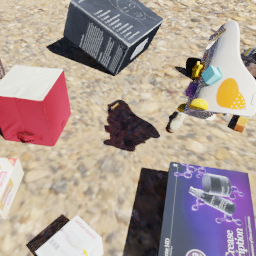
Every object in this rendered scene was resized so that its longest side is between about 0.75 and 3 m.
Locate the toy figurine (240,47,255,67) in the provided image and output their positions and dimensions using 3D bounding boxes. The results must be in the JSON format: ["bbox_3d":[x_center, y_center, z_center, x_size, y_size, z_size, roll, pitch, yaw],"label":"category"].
[{"bbox_3d":[4.927,-2.032,9.735,1.874,1.844,1.303,-9,20,-12],"label":"toy figurine"}]

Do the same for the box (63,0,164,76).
[{"bbox_3d":[-0.582,-4.145,11.525,2.824,1.780,2.873,40,51,3],"label":"box"}]

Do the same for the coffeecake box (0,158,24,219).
[{"bbox_3d":[-3.726,1.431,6.906,1.799,0.657,1.381,2,42,2],"label":"coffeecake box"}]

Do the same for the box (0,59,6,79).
[{"bbox_3d":[-5.641,-2.462,10.851,1.307,1.085,1.073,-24,48,-24],"label":"box"}]

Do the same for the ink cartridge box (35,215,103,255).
[{"bbox_3d":[-1.132,2.508,5.642,0.770,0.767,1.050,31,51,30],"label":"ink cartridge box"}]

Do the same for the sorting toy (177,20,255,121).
[{"bbox_3d":[1.800,-1.151,5.826,1.085,1.828,2.031,11,-2,-3],"label":"sorting toy"}]

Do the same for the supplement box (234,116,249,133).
[{"bbox_3d":[3.687,-0.228,9.005,0.286,0.296,0.861,23,44,20],"label":"supplement box"}]

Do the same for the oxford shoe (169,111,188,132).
[{"bbox_3d":[1.605,-0.289,8.974,0.394,0.411,1.115,19,46,20],"label":"oxford shoe"}]

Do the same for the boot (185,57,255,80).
[{"bbox_3d":[4.084,-2.398,11.031,2.813,0.904,2.622,-20,38,-29],"label":"boot"}]

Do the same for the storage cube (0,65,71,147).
[{"bbox_3d":[-2.828,-0.691,8.455,1.637,1.721,1.915,7,42,8],"label":"storage cube"}]

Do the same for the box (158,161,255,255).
[{"bbox_3d":[1.624,2.104,5.927,1.851,1.034,2.622,6,43,10],"label":"box"}]
